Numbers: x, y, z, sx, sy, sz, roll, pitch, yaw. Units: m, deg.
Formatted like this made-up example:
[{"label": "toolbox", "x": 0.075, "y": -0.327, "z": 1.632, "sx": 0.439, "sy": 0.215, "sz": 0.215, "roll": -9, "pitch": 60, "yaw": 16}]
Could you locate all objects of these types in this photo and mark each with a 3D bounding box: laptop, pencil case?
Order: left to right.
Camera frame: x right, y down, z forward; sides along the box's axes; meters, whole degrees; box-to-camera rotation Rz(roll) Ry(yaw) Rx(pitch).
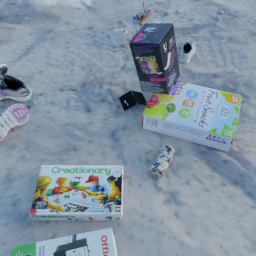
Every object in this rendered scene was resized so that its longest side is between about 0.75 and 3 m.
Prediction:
[{"label": "laptop", "x": 0.197, "y": -1.004, "z": 10.540, "sx": 0.847, "sy": 0.438, "sz": 0.751, "roll": -29, "pitch": 51, "yaw": 9}, {"label": "pencil case", "x": 1.066, "y": 0.986, "z": 8.612, "sx": 0.470, "sy": 0.409, "sz": 1.051, "roll": 35, "pitch": 56, "yaw": 0}]

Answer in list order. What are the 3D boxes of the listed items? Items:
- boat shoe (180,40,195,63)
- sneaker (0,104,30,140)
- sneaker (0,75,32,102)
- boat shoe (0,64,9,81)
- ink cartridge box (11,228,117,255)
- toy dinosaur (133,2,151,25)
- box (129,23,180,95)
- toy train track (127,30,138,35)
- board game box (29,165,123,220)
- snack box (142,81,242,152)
[{"label": "boat shoe", "x": 2.661, "y": -3.504, "z": 12.299, "sx": 0.564, "sy": 0.575, "sz": 1.616, "roll": 14, "pitch": 51, "yaw": 11}, {"label": "sneaker", "x": -4.158, "y": -0.194, "z": 9.466, "sx": 0.803, "sy": 0.731, "sz": 1.817, "roll": -13, "pitch": 25, "yaw": 38}, {"label": "sneaker", "x": -4.518, "y": -1.526, "z": 9.984, "sx": 1.921, "sy": 1.344, "sz": 0.747, "roll": 1, "pitch": 71, "yaw": -4}, {"label": "boat shoe", "x": -5.132, "y": -1.938, "z": 11.024, "sx": 0.491, "sy": 0.519, "sz": 1.448, "roll": 22, "pitch": 57, "yaw": 15}, {"label": "ink cartridge box", "x": -1.310, "y": 3.370, "z": 6.228, "sx": 2.311, "sy": 0.960, "sz": 1.694, "roll": -9, "pitch": 50, "yaw": -8}, {"label": "toy dinosaur", "x": 0.806, "y": -5.780, "z": 14.455, "sx": 1.108, "sy": 0.641, "sz": 1.221, "roll": -20, "pitch": 85, "yaw": -26}, {"label": "box", "x": 0.953, "y": -2.282, "z": 9.348, "sx": 1.072, "sy": 2.021, "sz": 1.235, "roll": 11, "pitch": 51, "yaw": 28}, {"label": "toy train track", "x": 0.287, "y": -4.379, "z": 12.781, "sx": 0.599, "sy": 0.170, "sz": 1.044, "roll": -1, "pitch": 20, "yaw": 40}, {"label": "board game box", "x": -1.361, "y": 1.800, "z": 7.911, "sx": 2.445, "sy": 0.423, "sz": 1.543, "roll": 0, "pitch": 49, "yaw": 0}, {"label": "snack box", "x": 2.204, "y": -0.568, "z": 9.666, "sx": 2.966, "sy": 0.786, "sz": 2.109, "roll": 16, "pitch": 53, "yaw": 14}]
